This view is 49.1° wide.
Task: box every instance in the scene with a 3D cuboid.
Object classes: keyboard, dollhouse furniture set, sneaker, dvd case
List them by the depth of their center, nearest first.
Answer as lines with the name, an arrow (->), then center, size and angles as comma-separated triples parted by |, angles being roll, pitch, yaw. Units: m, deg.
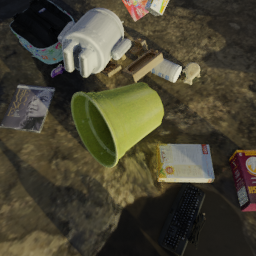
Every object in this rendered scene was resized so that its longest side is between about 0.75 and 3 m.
keyboard -> 1.892, 2.845, 8.877 | 1.177, 0.448, 2.261 | 23, 62, 14
dvd case -> -3.999, -0.845, 11.299 | 1.606, 0.173, 2.160 | 7, 58, 4
dollhouse furniture set -> -0.177, -3.213, 11.361 | 2.060, 1.765, 2.166 | -40, 46, -17
sneaker -> -3.047, -2.468, 12.243 | 0.334, 0.304, 0.756 | 31, 62, 9

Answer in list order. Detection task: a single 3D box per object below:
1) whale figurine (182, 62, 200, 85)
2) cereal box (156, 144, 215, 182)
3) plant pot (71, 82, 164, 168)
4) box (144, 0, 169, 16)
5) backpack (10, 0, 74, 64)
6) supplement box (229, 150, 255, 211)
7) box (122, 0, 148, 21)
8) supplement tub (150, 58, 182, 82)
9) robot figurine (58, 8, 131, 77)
whale figurine -> 2.714, -2.326, 12.106 | 0.783, 0.511, 0.985 | 19, 84, 6
cereal box -> 1.976, 1.225, 9.879 | 1.918, 0.379, 1.380 | 2, 55, 1
plant pot -> -0.212, -0.383, 9.815 | 2.495, 2.713, 2.713 | -27, 62, -28
box -> 0.999, -4.145, 8.935 | 0.472, 0.524, 0.931 | 21, 99, -26
backpack -> -3.404, -4.030, 12.139 | 2.639, 1.987, 2.343 | 37, 75, 27
supplement box -> 4.191, 1.723, 9.332 | 1.045, 0.811, 1.893 | -1, 58, -1
box -> 0.080, -5.013, 10.153 | 0.879, 1.857, 0.953 | -30, 40, 13
supplement tub -> 1.610, -2.515, 11.985 | 1.159, 0.764, 0.764 | 29, 63, 17
robot figurine -> -1.188, -3.107, 9.954 | 2.512, 1.672, 2.961 | 22, 54, 7
